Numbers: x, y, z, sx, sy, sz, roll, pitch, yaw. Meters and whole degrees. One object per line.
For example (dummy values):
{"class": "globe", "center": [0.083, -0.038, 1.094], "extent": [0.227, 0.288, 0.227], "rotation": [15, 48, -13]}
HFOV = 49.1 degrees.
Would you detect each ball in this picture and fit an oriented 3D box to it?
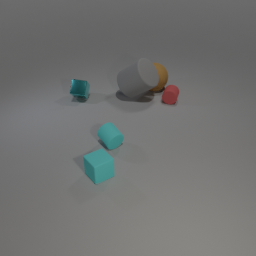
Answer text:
{"class": "ball", "center": [1.300, -2.540, 13.958], "extent": [1.400, 1.400, 1.400], "rotation": [0, 32, 0]}

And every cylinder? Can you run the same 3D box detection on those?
{"class": "cylinder", "center": [0.451, -2.267, 12.825], "extent": [1.400, 1.400, 1.400], "rotation": [-22, 13, 41]}
{"class": "cylinder", "center": [1.988, -1.557, 13.027], "extent": [0.700, 0.700, 0.700], "rotation": [10, 35, 15]}
{"class": "cylinder", "center": [-0.619, 0.279, 9.947], "extent": [0.700, 0.700, 0.700], "rotation": [-22, 53, -31]}

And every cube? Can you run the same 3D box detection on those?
{"class": "cube", "center": [-0.896, 1.180, 8.672], "extent": [0.700, 0.700, 0.700], "rotation": [-21, 38, -30]}
{"class": "cube", "center": [-2.227, -1.809, 13.022], "extent": [0.700, 0.700, 0.700], "rotation": [9, -6, 5]}
